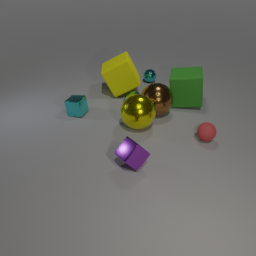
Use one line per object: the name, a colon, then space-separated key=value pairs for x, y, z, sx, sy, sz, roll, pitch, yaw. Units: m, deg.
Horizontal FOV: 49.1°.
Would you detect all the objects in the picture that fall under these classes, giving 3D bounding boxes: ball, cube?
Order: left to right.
cube: x=-2.206 y=-0.959 z=12.059 sx=0.700 sy=0.700 sz=0.700 roll=3 pitch=32 yaw=21
cube: x=-0.341 y=-2.603 z=13.549 sx=1.400 sy=1.400 sz=1.400 roll=-24 pitch=30 yaw=12
cube: x=0.138 y=0.822 z=9.004 sx=0.700 sy=0.700 sz=0.700 roll=-53 pitch=38 yaw=-3
ball: x=0.391 y=-0.636 z=10.970 sx=1.400 sy=1.400 sz=1.400 roll=0 pitch=32 yaw=0
ball: x=1.179 y=-2.811 z=15.057 sx=0.700 sy=0.700 sz=0.700 roll=0 pitch=32 yaw=0
ball: x=1.220 y=-1.215 z=11.901 sx=1.400 sy=1.400 sz=1.400 roll=0 pitch=32 yaw=0
cube: x=2.655 y=-1.864 z=12.707 sx=1.400 sy=1.400 sz=1.400 roll=0 pitch=32 yaw=13
ball: x=2.905 y=0.138 z=10.341 sx=0.700 sy=0.700 sz=0.700 roll=0 pitch=32 yaw=0

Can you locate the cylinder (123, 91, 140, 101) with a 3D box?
cylinder: x=0.214 y=-1.186 z=12.497 sx=0.700 sy=0.700 sz=0.700 roll=15 pitch=35 yaw=22
